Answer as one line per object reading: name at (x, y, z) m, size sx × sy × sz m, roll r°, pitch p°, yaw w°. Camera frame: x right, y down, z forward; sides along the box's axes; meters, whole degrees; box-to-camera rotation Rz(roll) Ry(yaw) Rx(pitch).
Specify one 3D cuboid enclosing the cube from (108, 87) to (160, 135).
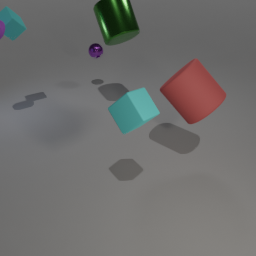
cube at (0.130, -0.383, 6.228) m, size 0.700 × 0.700 × 0.700 m, roll -25°, pitch 83°, yaw -51°

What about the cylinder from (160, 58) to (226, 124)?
cylinder at (1.899, -1.068, 8.273) m, size 1.400 × 1.400 × 1.400 m, roll 48°, pitch 40°, yaw -6°

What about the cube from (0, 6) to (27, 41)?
cube at (-4.192, -3.694, 9.937) m, size 0.700 × 0.700 × 0.700 m, roll -37°, pitch 66°, yaw 10°

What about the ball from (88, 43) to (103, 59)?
ball at (-1.514, -3.627, 13.182) m, size 0.700 × 0.700 × 0.700 m, roll 0°, pitch 32°, yaw 0°

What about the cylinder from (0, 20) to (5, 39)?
cylinder at (-4.517, -3.294, 9.121) m, size 0.700 × 0.700 × 0.700 m, roll 23°, pitch 6°, yaw 32°

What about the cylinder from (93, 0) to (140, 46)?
cylinder at (-0.418, -4.006, 10.454) m, size 1.400 × 1.400 × 1.400 m, roll -19°, pitch 4°, yaw 1°
